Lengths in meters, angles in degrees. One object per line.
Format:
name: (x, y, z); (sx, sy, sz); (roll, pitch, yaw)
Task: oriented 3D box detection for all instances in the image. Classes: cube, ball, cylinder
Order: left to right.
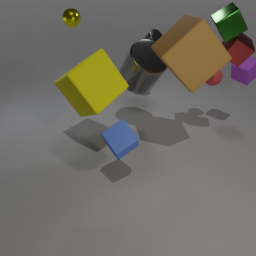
ball: (-2.141, -4.175, 10.644); (0.700, 0.700, 0.700); (0, 30, 0)
cube: (-1.140, -1.333, 8.632); (1.400, 1.400, 1.400); (-44, 19, -23)
cube: (-0.198, 0.311, 7.395); (0.700, 0.700, 0.700); (-35, 75, -8)
cylinder: (0.529, -2.135, 9.912); (1.400, 1.400, 1.400); (7, 65, -16)
cylinder: (1.030, -3.689, 11.846); (0.700, 0.700, 0.700); (-25, -3, -36)
cube: (1.719, -2.121, 7.872); (1.400, 1.400, 1.400); (-41, 26, 13)
ball: (3.258, -1.975, 10.741); (0.700, 0.700, 0.700); (0, 30, 0)
cube: (2.951, -3.084, 8.190); (0.700, 0.700, 0.700); (-28, 33, 23)
cube: (3.329, -2.454, 8.574); (0.700, 0.700, 0.700); (27, 45, -15)
cube: (4.234, -2.113, 10.125); (0.700, 0.700, 0.700); (-40, 50, -16)
